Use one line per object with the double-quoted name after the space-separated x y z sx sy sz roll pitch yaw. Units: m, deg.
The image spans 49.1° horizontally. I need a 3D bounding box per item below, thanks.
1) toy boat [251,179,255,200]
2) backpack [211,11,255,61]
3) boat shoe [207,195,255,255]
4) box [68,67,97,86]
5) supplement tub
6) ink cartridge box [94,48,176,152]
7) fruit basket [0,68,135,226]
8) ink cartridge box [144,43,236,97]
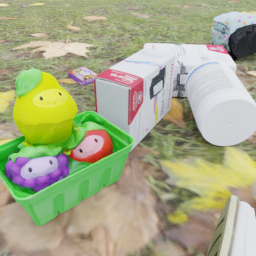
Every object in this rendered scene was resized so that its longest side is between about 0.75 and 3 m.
3.105 1.412 4.909 1.552 0.858 1.846 -6 27 -16 "toy boat"
4.755 -4.078 12.200 2.141 1.624 2.566 -10 32 -10 "backpack"
1.485 2.186 3.548 0.976 1.066 2.853 15 45 13 "boat shoe"
-1.624 -1.898 10.215 0.729 0.208 1.065 -24 41 -31 "box"
2.351 -0.733 7.336 1.440 1.440 2.182 0 36 1 "supplement tub"
0.260 -0.835 7.245 1.008 1.774 2.434 19 38 25 "ink cartridge box"
-1.292 0.180 5.212 2.568 2.568 1.852 -26 42 -33 "fruit basket"
1.902 -1.983 9.472 2.807 1.170 2.039 3 34 4 "ink cartridge box"
